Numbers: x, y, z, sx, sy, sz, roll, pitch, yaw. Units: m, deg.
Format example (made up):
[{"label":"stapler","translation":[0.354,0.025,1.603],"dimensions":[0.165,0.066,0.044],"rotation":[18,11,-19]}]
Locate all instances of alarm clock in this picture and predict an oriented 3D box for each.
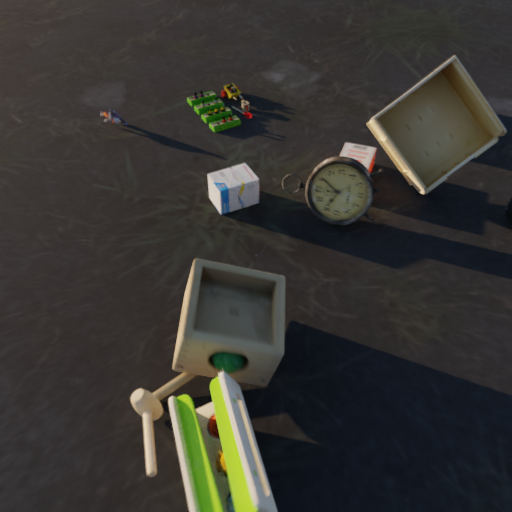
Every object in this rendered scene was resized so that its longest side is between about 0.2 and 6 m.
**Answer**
[{"label":"alarm clock","translation":[1.476,-1.341,11.159],"dimensions":[1.940,1.308,0.646],"rotation":[9,24,8]}]

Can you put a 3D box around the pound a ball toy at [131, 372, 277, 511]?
[{"label":"pound a ball toy","translation":[-0.726,2.692,7.606],"dimensions":[1.492,0.972,2.288],"rotation":[-27,47,5]}]

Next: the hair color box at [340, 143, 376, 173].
[{"label":"hair color box","translation":[2.119,-1.868,12.297],"dimensions":[0.743,0.448,1.464],"rotation":[14,48,15]}]

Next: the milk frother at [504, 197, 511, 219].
[{"label":"milk frother","translation":[5.948,-1.181,10.858],"dimensions":[1.471,1.563,1.411],"rotation":[35,51,29]}]

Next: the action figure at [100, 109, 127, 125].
[{"label":"action figure","translation":[-3.503,-3.343,13.796],"dimensions":[0.603,0.623,0.326],"rotation":[28,83,46]}]

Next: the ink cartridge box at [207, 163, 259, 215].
[{"label":"ink cartridge box","translation":[-0.466,-1.399,11.693],"dimensions":[0.898,0.650,0.661],"rotation":[-19,48,-18]}]

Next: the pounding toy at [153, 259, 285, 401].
[{"label":"pounding toy","translation":[-0.591,1.288,8.763],"dimensions":[1.780,1.375,1.934],"rotation":[12,47,-9]}]

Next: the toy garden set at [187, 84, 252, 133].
[{"label":"toy garden set","translation":[-0.818,-3.896,14.383],"dimensions":[1.396,0.334,1.674],"rotation":[-21,49,-20]}]

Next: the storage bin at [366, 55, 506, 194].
[{"label":"storage bin","translation":[3.674,-2.596,11.530],"dimensions":[1.992,1.978,0.934],"rotation":[-37,6,6]}]
